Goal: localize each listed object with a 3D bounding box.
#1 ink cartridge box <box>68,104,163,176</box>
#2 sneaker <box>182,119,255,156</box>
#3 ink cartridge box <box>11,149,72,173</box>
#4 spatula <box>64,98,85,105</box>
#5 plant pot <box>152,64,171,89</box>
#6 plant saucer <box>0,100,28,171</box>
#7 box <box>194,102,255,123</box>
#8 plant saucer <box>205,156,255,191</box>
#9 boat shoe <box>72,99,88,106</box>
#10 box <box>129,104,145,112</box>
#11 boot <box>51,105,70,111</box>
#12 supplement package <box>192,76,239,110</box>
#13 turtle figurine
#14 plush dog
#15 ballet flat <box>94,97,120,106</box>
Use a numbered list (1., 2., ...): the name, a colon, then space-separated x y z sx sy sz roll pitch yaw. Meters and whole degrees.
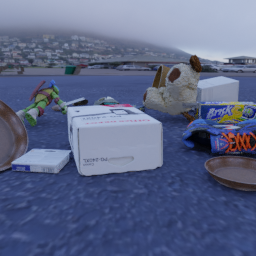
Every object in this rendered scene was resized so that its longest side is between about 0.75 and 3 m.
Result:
1. ink cartridge box: -0.526 0.159 7.973 2.133 1.225 2.938 -4 14 -16
2. sneaker: 2.824 0.379 7.927 2.888 1.088 1.132 0 17 40
3. ink cartridge box: -2.184 0.837 7.292 1.164 0.257 1.186 2 12 7
4. spatula: -3.375 -1.507 16.416 1.720 0.138 1.196 -19 13 -7
5. plant pot: 2.776 -2.172 16.290 2.536 2.363 2.363 15 12 -7
6. plant saucer: -3.925 0.063 7.131 2.738 0.439 2.738 34 29 -22
7. box: 4.319 -0.712 12.452 2.608 0.838 0.914 0 13 3
8. plant saucer: 2.586 1.038 6.348 1.658 0.303 1.658 -1 13 0
9. boat shoe: -2.938 -1.567 17.099 1.022 0.366 0.389 -11 5 -37
10. box: 0.113 -0.955 14.454 1.118 0.362 1.418 8 16 26
11. boot: -3.512 -1.038 14.926 0.918 0.322 0.671 -11 19 -39
12. supplement package: 4.420 -1.770 14.753 2.377 1.394 1.389 -14 24 -19
13. turtle figurine: -3.554 -0.643 12.097 1.736 2.413 2.339 27 41 12
14. plush dog: 2.416 -1.824 12.539 2.940 2.359 2.525 -36 22 54
15. ballet flat: -1.152 -1.385 14.872 1.824 0.581 0.615 -7 -22 41
